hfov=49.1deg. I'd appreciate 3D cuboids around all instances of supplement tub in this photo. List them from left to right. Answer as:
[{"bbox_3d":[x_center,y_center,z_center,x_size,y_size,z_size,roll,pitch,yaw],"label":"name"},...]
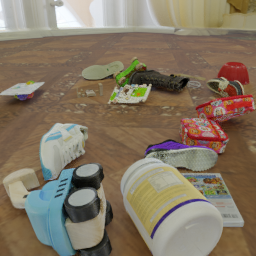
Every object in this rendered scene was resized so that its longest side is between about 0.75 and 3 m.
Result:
[{"bbox_3d":[0.763,1.617,5.720,1.441,1.441,1.982,-10,27,-20],"label":"supplement tub"}]

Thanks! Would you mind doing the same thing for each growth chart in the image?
[{"bbox_3d":[0.105,-1.629,13.256,1.934,0.171,1.399,-1,48,16],"label":"growth chart"}]

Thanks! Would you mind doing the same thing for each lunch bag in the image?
[{"bbox_3d":[2.621,0.244,9.532,1.558,0.725,1.769,4,23,-2],"label":"lunch bag"},{"bbox_3d":[3.743,-0.729,10.583,1.962,0.804,1.729,-9,-6,-22],"label":"lunch bag"}]

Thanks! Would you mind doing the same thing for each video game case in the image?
[{"bbox_3d":[1.893,1.721,6.991,1.336,0.168,1.865,0,26,1],"label":"video game case"}]

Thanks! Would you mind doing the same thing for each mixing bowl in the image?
[{"bbox_3d":[6.234,-3.292,16.552,1.939,1.050,1.939,-1,26,0],"label":"mixing bowl"}]

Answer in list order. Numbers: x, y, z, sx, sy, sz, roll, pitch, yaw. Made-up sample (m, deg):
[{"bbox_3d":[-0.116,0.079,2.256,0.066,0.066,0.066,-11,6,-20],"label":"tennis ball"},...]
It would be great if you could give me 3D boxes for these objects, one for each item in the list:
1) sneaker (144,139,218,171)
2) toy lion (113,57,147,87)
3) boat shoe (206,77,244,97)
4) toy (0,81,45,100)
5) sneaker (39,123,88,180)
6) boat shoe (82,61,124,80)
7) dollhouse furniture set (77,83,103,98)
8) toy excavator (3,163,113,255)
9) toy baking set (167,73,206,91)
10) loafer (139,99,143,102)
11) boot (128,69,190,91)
[{"bbox_3d":[1.542,0.708,8.422,2.163,0.752,1.076,0,26,0],"label":"sneaker"},{"bbox_3d":[0.216,-2.915,15.410,1.912,1.833,0.657,-40,73,-3],"label":"toy lion"},{"bbox_3d":[4.822,-1.984,13.969,0.799,0.909,2.554,-9,24,-9],"label":"boat shoe"},{"bbox_3d":[-5.128,-1.770,13.870,1.437,0.589,2.496,-3,24,1],"label":"toy"},{"bbox_3d":[-1.899,0.570,8.434,1.091,1.033,2.700,1,27,2],"label":"sneaker"},{"bbox_3d":[-1.558,-3.399,17.277,2.600,0.934,0.879,-16,-9,-16],"label":"boat shoe"},{"bbox_3d":[-1.977,-1.948,14.255,1.287,0.570,0.667,-8,26,-15],"label":"dollhouse furniture set"},{"bbox_3d":[-1.755,1.606,6.157,2.707,1.352,2.632,-8,24,3],"label":"toy excavator"},{"bbox_3d":[2.925,-2.580,15.924,2.726,0.317,2.092,-19,37,-21],"label":"toy baking set"},{"bbox_3d":[0.200,-1.458,13.407,1.152,0.402,0.403,-6,25,-12],"label":"loafer"},{"bbox_3d":[1.642,-2.397,14.599,2.479,0.986,2.847,19,36,33],"label":"boot"}]
